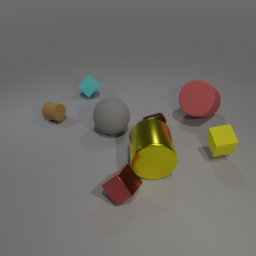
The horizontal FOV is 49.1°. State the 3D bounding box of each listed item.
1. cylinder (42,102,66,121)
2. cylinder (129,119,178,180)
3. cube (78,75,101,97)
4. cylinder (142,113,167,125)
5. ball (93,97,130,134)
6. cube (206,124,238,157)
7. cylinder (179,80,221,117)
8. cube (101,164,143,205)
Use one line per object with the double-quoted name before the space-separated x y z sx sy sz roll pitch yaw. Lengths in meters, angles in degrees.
"cylinder" -3.028 -0.684 11.458 0.700 0.700 0.700 12 34 29
"cylinder" 0.758 0.653 8.833 1.400 1.400 1.400 -1 34 -2
"cube" -1.829 -1.993 13.308 0.700 0.700 0.700 45 12 -8
"cylinder" 1.014 -0.184 10.844 0.700 0.700 0.700 -16 36 -24
"ball" -0.618 -0.459 10.557 1.400 1.400 1.400 0 32 0
"cube" 3.007 0.405 9.003 0.700 0.700 0.700 -11 55 -1
"cylinder" 2.911 -1.143 11.288 1.400 1.400 1.400 18 8 26
"cube" -0.158 1.558 7.761 0.700 0.700 0.700 51 34 -1
